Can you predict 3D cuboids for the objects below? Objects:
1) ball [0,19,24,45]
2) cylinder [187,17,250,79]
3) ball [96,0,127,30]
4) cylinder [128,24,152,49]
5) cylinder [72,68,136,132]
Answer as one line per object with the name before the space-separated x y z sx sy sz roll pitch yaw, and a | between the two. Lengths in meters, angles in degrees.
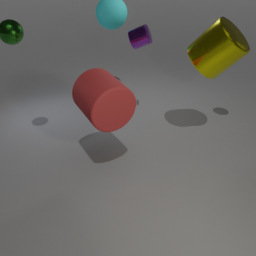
ball | -3.367 -2.751 8.047 0.700 0.700 0.700 0 30 0
cylinder | 2.880 -2.536 8.992 1.400 1.400 1.400 24 48 -29
ball | -0.732 -5.109 12.428 1.400 1.400 1.400 0 30 0
cylinder | 0.453 -3.343 10.292 0.700 0.700 0.700 -15 25 21
cylinder | -0.705 -0.817 8.048 1.400 1.400 1.400 -17 40 -26
